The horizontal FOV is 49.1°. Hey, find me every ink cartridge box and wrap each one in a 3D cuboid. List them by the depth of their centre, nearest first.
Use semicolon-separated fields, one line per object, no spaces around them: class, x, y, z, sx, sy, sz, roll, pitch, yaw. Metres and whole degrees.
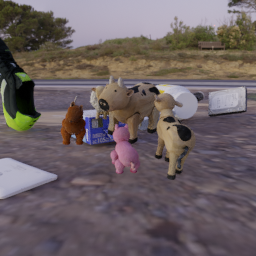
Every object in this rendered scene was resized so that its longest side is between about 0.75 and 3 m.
ink cartridge box;-0.631;-0.063;6.698;1.168;0.653;1.711;-7;9;-30

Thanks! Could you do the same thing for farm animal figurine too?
farm animal figurine;0.083;-0.282;4.677;2.236;1.166;2.211;14;25;15

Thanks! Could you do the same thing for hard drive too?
hard drive;3.374;-0.883;9.532;1.267;0.885;0.240;-5;-23;37

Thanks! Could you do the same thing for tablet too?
tablet;-1.938;0.737;4.432;1.469;0.100;0.956;9;15;37

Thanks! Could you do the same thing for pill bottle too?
pill bottle;1.490;-0.872;9.481;1.150;1.150;2.053;-3;12;-14

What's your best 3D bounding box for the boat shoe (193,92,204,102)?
boat shoe;2.178;-0.942;10.211;0.372;0.436;1.304;-35;4;-42

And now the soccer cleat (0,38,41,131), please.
soccer cleat;-3.157;-1.394;7.588;1.209;2.982;1.007;-24;-1;37

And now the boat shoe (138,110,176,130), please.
boat shoe;0.749;-0.292;8.112;1.373;0.480;0.455;-21;37;-26
